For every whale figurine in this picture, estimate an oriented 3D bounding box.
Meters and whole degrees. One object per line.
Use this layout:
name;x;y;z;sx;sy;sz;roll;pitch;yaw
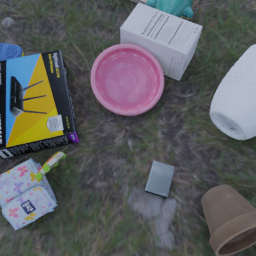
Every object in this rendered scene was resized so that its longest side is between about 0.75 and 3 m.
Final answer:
whale figurine;1.380;-4.047;9.280;1.660;1.082;2.086;20;68;9

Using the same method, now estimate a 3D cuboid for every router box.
router box;-2.651;-0.744;7.816;2.104;0.720;2.821;-13;64;-6

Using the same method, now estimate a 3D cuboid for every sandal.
sandal;-4.361;-2.288;8.463;2.288;0.996;0.909;-2;62;-3

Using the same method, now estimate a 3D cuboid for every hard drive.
hard drive;0.815;1.301;7.125;0.584;0.137;0.836;16;64;8

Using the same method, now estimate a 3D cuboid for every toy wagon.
toy wagon;-1.758;0.876;6.146;0.178;0.699;0.901;46;115;-1

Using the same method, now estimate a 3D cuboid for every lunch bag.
lunch bag;-2.405;1.552;6.607;1.100;0.825;1.297;-28;73;-7

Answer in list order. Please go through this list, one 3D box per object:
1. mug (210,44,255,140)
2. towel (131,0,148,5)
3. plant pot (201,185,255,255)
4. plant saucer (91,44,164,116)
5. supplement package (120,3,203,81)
mug;3.338;-0.744;6.990;2.102;2.397;1.770;-48;117;-8
towel;0.348;-5.068;10.248;1.558;0.269;1.032;31;68;14
plant pot;2.278;1.956;6.251;1.384;1.384;1.207;-17;48;-8
plant saucer;-0.027;-1.331;7.966;2.064;0.523;2.064;1;80;-9
supplement package;0.940;-2.580;8.442;2.062;1.250;1.235;25;66;12
